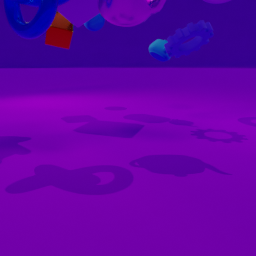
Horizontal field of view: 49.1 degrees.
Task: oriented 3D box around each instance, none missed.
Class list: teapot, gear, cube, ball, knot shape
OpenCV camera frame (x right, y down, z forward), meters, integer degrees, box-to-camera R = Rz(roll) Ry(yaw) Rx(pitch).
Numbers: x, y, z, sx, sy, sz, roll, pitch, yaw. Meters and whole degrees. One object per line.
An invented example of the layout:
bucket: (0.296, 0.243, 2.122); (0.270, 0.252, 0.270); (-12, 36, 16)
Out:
teapot: (0.022, -2.392, 5.022); (1.727, 1.074, 0.846); (19, -25, 11)
gear: (1.464, -2.114, 6.757); (1.164, 0.215, 1.164); (-19, -13, -5)
cube: (-2.129, -3.052, 8.700); (0.760, 0.760, 0.760); (8, -32, -18)
teapot: (0.981, -2.269, 8.028); (0.692, 0.545, 1.113); (30, -2, -20)
cube: (-1.428, -3.913, 7.759); (1.307, 1.307, 1.307); (-27, -18, 17)
ball: (-1.301, -4.123, 10.673); (0.823, 0.823, 0.823); (0, 13, 0)
knot shape: (-1.503, -2.465, 4.579); (1.601, 1.710, 0.790); (-32, 7, -4)

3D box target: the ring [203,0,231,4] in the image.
ring: (2.828, -4.432, 8.401); (1.622, 0.324, 1.622); (2, -24, 1)
